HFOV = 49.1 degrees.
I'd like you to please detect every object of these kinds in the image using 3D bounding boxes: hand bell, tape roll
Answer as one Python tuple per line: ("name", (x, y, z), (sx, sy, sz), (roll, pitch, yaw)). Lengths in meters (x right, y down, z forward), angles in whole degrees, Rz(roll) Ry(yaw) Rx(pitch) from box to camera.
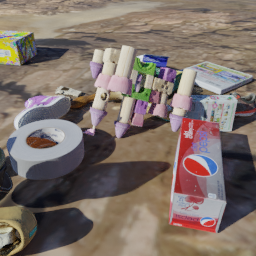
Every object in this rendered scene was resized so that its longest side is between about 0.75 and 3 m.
("hand bell", (-1.073, -1.063, 9.544), (2.016, 1.050, 1.050), (-21, 36, -8))
("tape roll", (-2.037, 0.483, 7.070), (1.829, 0.604, 1.829), (0, 31, 0))

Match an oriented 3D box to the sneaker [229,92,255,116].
("sneaker", (3.160, -0.804, 8.923), (1.958, 0.802, 0.754), (-7, 33, -11))

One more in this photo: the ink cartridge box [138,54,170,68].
("ink cartridge box", (0.917, -2.746, 11.600), (1.054, 0.416, 2.121), (4, 8, -11))

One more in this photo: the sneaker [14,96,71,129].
("sneaker", (-2.859, -0.448, 8.505), (1.228, 0.781, 2.155), (10, 23, 22))

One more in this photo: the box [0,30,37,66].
("box", (-5.738, -3.901, 13.520), (1.896, 1.157, 1.826), (5, 32, 7))

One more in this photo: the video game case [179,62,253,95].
("video game case", (3.483, -2.122, 11.535), (2.145, 0.260, 2.356), (-23, 38, -32))

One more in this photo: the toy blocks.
("toy blocks", (0.093, -0.800, 8.014), (2.574, 2.319, 2.755), (11, 7, -30))

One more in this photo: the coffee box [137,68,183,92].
("coffee box", (0.603, -1.991, 10.650), (2.788, 0.613, 1.714), (13, 20, 19))

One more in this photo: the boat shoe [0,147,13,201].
("boat shoe", (-2.537, 0.674, 4.823), (0.892, 2.713, 0.969), (-31, 69, -9))

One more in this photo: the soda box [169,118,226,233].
("soda box", (1.524, 0.855, 6.207), (0.976, 0.884, 2.789), (8, 32, 11))

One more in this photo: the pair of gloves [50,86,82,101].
("pair of gloves", (-2.366, -1.191, 10.084), (1.020, 0.210, 1.199), (15, 35, 23))

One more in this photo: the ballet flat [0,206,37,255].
("ballet flat", (-2.964, 1.825, 4.453), (2.865, 0.983, 0.903), (-9, 5, -14))

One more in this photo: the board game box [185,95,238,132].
("board game box", (2.354, -0.414, 8.122), (1.365, 1.007, 0.439), (0, 29, 0))

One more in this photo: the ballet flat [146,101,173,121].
("ballet flat", (0.893, -0.666, 8.970), (1.660, 0.523, 0.570), (19, 36, 27))
